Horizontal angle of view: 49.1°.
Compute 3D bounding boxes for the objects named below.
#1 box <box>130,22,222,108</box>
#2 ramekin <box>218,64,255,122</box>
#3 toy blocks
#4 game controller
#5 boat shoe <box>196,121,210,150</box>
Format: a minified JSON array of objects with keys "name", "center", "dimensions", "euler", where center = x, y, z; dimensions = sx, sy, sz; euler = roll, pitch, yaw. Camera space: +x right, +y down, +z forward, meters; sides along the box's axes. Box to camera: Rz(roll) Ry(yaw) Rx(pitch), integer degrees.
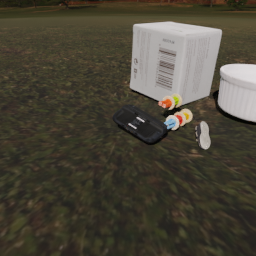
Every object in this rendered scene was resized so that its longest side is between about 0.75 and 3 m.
[{"name":"box","center":[1.711,-2.544,10.655],"dimensions":[2.210,2.567,2.580],"euler":[-20,36,-36]},{"name":"ramekin","center":[4.235,-1.154,9.118],"dimensions":[2.627,1.281,2.627],"euler":[3,26,-1]},{"name":"toy blocks","center":[1.299,-0.477,8.437],"dimensions":[1.258,0.457,1.048],"euler":[-23,78,-47]},{"name":"game controller","center":[0.309,-0.146,7.910],"dimensions":[1.583,0.333,0.826],"euler":[33,63,30]},{"name":"boat shoe","center":[2.025,0.237,7.710],"dimensions":[0.363,0.296,0.981],"euler":[29,44,-21]}]
